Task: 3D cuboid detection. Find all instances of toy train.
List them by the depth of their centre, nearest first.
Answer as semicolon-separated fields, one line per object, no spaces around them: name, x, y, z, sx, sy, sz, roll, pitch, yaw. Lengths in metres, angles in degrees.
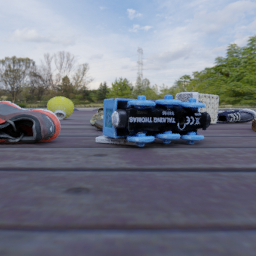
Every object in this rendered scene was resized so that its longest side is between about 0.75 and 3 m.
toy train;0.725;-0.231;7.045;2.745;1.190;1.568;-1;6;-27

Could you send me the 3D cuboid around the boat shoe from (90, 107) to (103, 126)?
boat shoe;-1.117;-0.494;12.108;0.789;0.838;2.201;-2;6;-22

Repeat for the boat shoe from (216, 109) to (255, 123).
boat shoe;5.173;-0.493;13.647;1.934;0.722;0.897;-3;12;33

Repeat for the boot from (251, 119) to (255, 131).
boot;4.882;-0.089;10.206;0.617;0.432;1.151;7;7;19

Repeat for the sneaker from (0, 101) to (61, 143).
sneaker;-3.225;-0.114;7.210;2.821;1.087;1.155;1;12;15

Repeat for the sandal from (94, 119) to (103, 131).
sandal;-0.143;-0.212;9.793;1.048;0.700;2.565;-6;8;-42

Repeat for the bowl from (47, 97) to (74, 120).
bowl;-4.029;-1.006;16.633;1.582;1.582;0.851;-1;49;-6

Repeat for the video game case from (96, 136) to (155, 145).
video game case;-0.030;0.279;7.531;1.209;0.157;1.328;2;5;22

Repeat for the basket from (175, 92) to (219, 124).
basket;3.274;-0.928;13.598;1.368;1.503;2.217;3;5;-11
